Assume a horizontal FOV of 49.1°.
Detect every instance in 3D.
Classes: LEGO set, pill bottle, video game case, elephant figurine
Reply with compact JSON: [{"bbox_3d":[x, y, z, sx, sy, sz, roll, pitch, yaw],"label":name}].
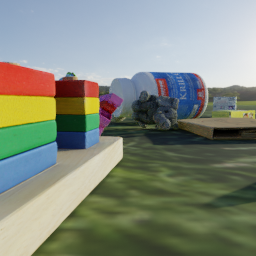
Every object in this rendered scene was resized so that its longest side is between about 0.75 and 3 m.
[{"bbox_3d":[-1.337,-0.236,5.504,1.033,1.111,2.708,32,-14,-24],"label":"LEGO set"},{"bbox_3d":[0.943,-0.983,8.954,2.883,1.618,1.618,-5,7,-24],"label":"pill bottle"},{"bbox_3d":[4.196,-0.917,12.170,0.946,0.857,0.215,4,6,31],"label":"video game case"},{"bbox_3d":[0.840,-0.302,6.725,1.426,1.106,1.009,21,-23,44],"label":"elephant figurine"}]

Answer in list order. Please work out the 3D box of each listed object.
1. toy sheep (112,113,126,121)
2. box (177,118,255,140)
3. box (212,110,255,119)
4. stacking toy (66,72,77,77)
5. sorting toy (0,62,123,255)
[{"bbox_3d":[-0.291,-0.491,9.430,0.536,0.536,0.777,-5,-11,-41],"label":"toy sheep"},{"bbox_3d":[2.359,-0.030,6.322,2.004,0.261,2.452,-1,6,-6],"label":"box"},{"bbox_3d":[3.318,-0.352,8.765,1.644,0.412,0.619,-6,8,-42],"label":"box"},{"bbox_3d":[-0.799,-0.612,5.432,0.966,0.227,0.729,48,-3,25],"label":"stacking toy"},{"bbox_3d":[-1.621,0.009,2.311,2.718,0.952,2.734,1,6,10],"label":"sorting toy"}]
